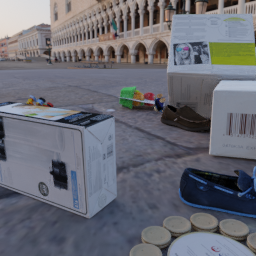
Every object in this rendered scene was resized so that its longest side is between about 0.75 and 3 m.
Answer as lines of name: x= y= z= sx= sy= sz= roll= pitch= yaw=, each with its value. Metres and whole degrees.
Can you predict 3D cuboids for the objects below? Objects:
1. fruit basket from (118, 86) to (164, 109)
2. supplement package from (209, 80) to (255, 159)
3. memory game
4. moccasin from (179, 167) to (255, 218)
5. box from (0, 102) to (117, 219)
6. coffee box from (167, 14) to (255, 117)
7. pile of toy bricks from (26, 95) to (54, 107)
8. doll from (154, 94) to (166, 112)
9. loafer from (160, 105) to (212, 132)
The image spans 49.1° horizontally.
fruit basket: x=0.581 y=-1.174 z=11.822 sx=1.869 sy=0.876 sz=1.731 roll=15 pitch=15 yaw=1
supplement package: x=2.847 y=-0.323 z=6.723 sx=1.469 sy=1.474 sz=2.514 roll=4 pitch=15 yaw=22
memory game: x=0.883 y=1.390 z=2.856 sx=1.758 sy=0.112 sz=1.758 roll=0 pitch=15 yaw=0
moccasin: x=1.562 y=0.873 z=3.943 sx=1.647 sy=0.561 sz=0.663 roll=2 pitch=15 yaw=8
box: x=-1.324 y=0.378 z=4.381 sx=2.302 sy=1.343 sz=0.692 roll=10 pitch=20 yaw=30
coffee box: x=2.665 y=-2.012 z=9.378 sx=2.503 sy=2.475 sz=2.499 roll=3 pitch=-27 yaw=11
pile of toy bricks: x=-3.046 y=-0.532 z=9.427 sx=1.518 sy=0.842 sz=0.750 roll=23 pitch=64 yaw=33
doll: x=1.139 y=-0.904 z=10.321 sx=0.251 sy=0.706 sz=1.034 roll=-27 pitch=-18 yaw=-12
loafer: x=1.732 y=-0.347 z=8.465 sx=0.682 sy=0.667 sz=1.869 roll=-14 pitch=20 yaw=-43
